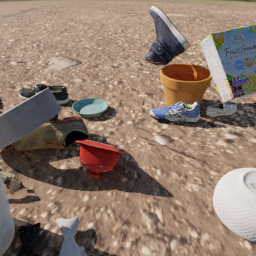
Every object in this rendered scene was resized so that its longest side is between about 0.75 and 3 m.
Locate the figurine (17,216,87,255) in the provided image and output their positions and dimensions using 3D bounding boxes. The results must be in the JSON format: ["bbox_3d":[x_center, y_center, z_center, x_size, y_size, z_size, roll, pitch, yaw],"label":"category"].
[{"bbox_3d":[-1.827,2.753,6.568,1.607,0.692,1.568,-7,28,-12],"label":"figurine"}]

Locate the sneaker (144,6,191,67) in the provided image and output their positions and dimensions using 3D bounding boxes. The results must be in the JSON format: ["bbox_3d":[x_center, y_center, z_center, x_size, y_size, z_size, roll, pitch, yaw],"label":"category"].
[{"bbox_3d":[1.315,-4.186,13.064,2.748,1.986,1.045,57,18,16],"label":"sneaker"}]

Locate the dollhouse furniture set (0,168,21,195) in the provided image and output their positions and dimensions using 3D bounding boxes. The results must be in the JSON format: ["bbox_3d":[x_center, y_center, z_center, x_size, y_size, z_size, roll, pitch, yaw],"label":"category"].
[{"bbox_3d":[-3.773,1.720,8.575,0.963,0.666,1.021,20,-1,-8],"label":"dollhouse furniture set"}]

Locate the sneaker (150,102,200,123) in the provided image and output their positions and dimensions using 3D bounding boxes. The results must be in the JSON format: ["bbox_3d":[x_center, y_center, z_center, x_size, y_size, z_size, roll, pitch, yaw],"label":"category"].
[{"bbox_3d":[2.003,-0.738,11.937,2.141,0.825,0.811,0,34,2],"label":"sneaker"}]

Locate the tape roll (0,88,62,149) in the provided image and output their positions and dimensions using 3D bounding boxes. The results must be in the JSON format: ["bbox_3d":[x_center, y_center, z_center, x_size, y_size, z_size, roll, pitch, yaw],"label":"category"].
[{"bbox_3d":[-3.793,-0.325,9.900,2.848,0.941,2.848,-27,16,8],"label":"tape roll"}]

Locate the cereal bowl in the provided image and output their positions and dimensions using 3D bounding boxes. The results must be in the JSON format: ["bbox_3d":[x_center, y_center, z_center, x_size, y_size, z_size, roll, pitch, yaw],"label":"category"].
[{"bbox_3d":[3.584,1.876,7.607,2.376,0.990,2.376,1,32,0],"label":"cereal bowl"}]

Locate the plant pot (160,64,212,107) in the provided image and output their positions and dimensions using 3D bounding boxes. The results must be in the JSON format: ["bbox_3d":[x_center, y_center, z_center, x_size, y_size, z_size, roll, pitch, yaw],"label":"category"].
[{"bbox_3d":[2.617,-1.841,12.951,2.309,1.616,2.309,-1,32,0],"label":"plant pot"}]

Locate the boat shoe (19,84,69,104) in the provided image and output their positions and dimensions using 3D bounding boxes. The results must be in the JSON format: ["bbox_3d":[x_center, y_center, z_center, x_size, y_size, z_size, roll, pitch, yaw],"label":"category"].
[{"bbox_3d":[-4.121,-1.797,13.657,2.609,0.787,0.987,5,32,8],"label":"boat shoe"}]

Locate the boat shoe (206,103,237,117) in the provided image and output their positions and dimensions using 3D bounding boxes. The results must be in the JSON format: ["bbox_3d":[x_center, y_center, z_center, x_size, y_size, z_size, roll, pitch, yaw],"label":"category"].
[{"bbox_3d":[4.207,-0.879,12.427,1.544,0.535,0.547,-12,34,-19],"label":"boat shoe"}]

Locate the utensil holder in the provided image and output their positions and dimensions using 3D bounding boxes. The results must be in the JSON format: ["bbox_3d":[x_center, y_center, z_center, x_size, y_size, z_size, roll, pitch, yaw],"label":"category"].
[{"bbox_3d":[-3.820,1.787,6.386,2.052,2.415,2.052,0,33,0],"label":"utensil holder"}]

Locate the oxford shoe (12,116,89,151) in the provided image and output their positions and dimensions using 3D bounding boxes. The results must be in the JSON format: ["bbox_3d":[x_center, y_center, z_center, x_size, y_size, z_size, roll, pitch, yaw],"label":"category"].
[{"bbox_3d":[-2.740,0.312,10.158,2.763,0.973,1.033,-19,44,-23],"label":"oxford shoe"}]

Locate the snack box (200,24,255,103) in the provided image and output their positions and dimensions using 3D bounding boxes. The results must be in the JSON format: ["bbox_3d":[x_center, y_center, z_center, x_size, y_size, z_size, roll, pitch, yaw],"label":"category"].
[{"bbox_3d":[3.616,-2.110,9.162,1.844,2.187,0.740,-18,-5,-18],"label":"snack box"}]

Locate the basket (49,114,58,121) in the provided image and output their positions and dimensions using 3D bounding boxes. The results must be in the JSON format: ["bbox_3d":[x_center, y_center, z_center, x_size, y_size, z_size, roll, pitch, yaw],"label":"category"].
[{"bbox_3d":[-3.455,-0.568,11.905,0.858,0.584,0.774,13,60,11],"label":"basket"}]

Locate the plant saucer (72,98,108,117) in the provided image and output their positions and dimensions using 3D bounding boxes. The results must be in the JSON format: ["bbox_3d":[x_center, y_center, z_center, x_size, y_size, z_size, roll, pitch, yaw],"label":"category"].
[{"bbox_3d":[-1.708,-0.893,12.691,1.599,0.287,1.599,0,31,0],"label":"plant saucer"}]

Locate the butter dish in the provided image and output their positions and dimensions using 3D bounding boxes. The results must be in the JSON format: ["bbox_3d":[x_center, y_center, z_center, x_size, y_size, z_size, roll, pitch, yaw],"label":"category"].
[{"bbox_3d":[-0.952,1.050,8.947,1.469,1.089,1.473,14,-8,6],"label":"butter dish"}]
